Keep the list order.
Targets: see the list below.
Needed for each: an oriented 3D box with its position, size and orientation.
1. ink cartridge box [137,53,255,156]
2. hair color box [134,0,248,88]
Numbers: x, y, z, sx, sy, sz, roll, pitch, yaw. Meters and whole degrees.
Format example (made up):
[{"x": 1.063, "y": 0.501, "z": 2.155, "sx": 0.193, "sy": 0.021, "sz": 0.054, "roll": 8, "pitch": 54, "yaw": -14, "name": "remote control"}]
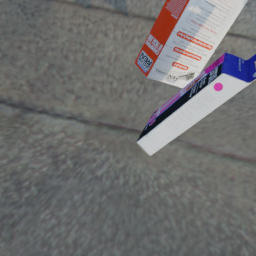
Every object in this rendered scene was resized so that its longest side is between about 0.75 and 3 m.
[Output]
[{"x": 1.261, "y": -0.558, "z": 4.929, "sx": 0.474, "sy": 2.554, "sz": 1.209, "roll": 46, "pitch": 34, "yaw": -8, "name": "ink cartridge box"}, {"x": 1.374, "y": -2.205, "z": 6.244, "sx": 1.402, "sy": 2.528, "sz": 0.808, "roll": 9, "pitch": 33, "yaw": -35, "name": "hair color box"}]
